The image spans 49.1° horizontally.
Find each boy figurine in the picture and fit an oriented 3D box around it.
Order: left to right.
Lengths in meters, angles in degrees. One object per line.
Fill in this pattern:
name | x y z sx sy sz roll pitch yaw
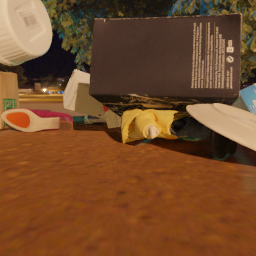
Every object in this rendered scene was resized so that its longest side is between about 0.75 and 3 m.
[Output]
boy figurine | 0.722 0.029 5.371 2.453 0.790 1.525 4 7 39

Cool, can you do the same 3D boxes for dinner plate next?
dinner plate | 2.016 -0.008 4.494 2.223 0.269 2.223 16 18 -5

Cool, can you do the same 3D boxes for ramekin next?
ramekin | -3.494 -3.256 8.837 1.173 2.406 2.406 -4 4 22

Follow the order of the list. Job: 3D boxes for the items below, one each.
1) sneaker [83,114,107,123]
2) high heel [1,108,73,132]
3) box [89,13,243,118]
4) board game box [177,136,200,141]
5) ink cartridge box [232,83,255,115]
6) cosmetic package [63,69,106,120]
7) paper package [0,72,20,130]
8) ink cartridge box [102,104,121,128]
sneaker | -1.395 -0.809 11.056 0.834 1.193 2.065 -3 7 -17
high heel | -2.648 -0.256 8.339 2.019 0.681 0.970 13 11 -19
box | 0.872 -1.125 6.380 2.703 1.545 2.968 3 -6 12
board game box | 1.611 0.031 7.236 1.125 0.350 1.491 6 8 43
ink cartridge box | 4.675 -1.115 9.281 2.355 0.992 1.703 -26 -8 2
cosmetic package | -0.946 -1.016 9.622 2.292 1.165 0.849 13 40 -25
paper package | -4.326 -0.860 8.826 1.691 1.774 0.918 2 7 25
ink cartridge box | 0.198 -0.877 8.776 1.938 1.420 0.802 -9 40 2
